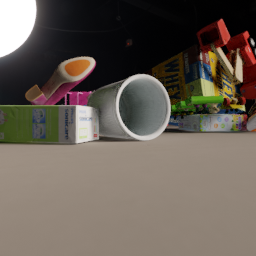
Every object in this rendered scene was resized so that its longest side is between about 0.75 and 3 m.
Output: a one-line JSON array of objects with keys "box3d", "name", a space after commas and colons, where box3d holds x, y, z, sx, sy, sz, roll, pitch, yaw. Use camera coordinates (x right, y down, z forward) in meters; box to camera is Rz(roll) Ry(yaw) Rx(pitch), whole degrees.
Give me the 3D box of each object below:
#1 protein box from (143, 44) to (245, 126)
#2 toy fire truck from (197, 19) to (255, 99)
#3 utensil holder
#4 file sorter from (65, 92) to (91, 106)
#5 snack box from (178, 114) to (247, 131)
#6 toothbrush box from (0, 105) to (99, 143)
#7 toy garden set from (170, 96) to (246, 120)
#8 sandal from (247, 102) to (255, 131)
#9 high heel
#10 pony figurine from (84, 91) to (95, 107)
[{"box3d": [2.102, -1.182, 9.335, 2.397, 1.629, 2.415, 10, -20, -39], "name": "protein box"}, {"box3d": [3.264, -1.946, 8.370, 0.681, 2.795, 1.971, -16, 19, 47], "name": "toy fire truck"}, {"box3d": [-0.059, -0.320, 5.040, 1.081, 1.081, 1.272, -1, -1, -32], "name": "utensil holder"}, {"box3d": [-2.011, -1.066, 15.568, 2.766, 1.922, 1.735, 0, 5, 1], "name": "file sorter"}, {"box3d": [2.360, -0.155, 8.152, 1.320, 0.492, 1.857, -2, 2, -8], "name": "snack box"}, {"box3d": [-1.222, -0.069, 4.415, 1.309, 0.564, 0.953, -1, 1, 12], "name": "toothbrush box"}, {"box3d": [1.955, -0.468, 7.483, 1.604, 0.384, 1.924, -3, -5, -16], "name": "toy garden set"}, {"box3d": [4.216, -0.508, 8.171, 2.976, 0.853, 1.140, 0, -26, -43], "name": "sandal"}, {"box3d": [-2.205, -1.464, 9.719, 2.626, 0.885, 1.260, -39, -13, -8], "name": "high heel"}, {"box3d": [-1.452, -0.863, 13.736, 2.066, 1.782, 2.140, -24, 7, 32], "name": "pony figurine"}]
